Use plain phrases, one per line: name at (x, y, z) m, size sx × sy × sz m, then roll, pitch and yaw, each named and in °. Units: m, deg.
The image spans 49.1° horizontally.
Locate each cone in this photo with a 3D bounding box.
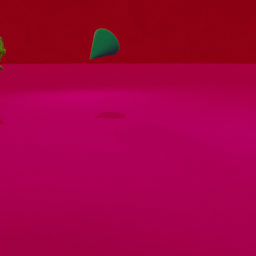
cone at (-1.010, -2.669, 9.641) m, size 1.049 × 1.049 × 1.053 m, roll 10°, pitch 51°, yaw 35°

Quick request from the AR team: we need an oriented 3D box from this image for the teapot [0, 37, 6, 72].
teapot at (-4.229, -2.398, 8.645) m, size 0.855 × 1.745 × 1.085 m, roll 12°, pitch 56°, yaw -9°
